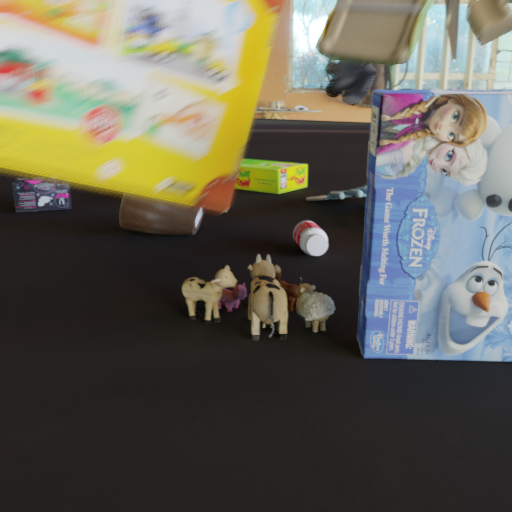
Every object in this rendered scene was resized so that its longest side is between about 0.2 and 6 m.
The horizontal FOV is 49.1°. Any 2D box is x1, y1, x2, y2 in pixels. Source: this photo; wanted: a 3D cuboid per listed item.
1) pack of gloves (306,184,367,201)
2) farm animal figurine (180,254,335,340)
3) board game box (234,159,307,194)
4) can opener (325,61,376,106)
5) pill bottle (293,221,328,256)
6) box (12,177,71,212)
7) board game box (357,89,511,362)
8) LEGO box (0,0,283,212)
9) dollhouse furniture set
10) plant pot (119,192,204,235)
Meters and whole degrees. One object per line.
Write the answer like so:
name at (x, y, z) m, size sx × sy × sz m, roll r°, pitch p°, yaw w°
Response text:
pack of gloves at (2.626, -1.593, 12.080) m, size 2.519 × 0.592 × 2.998 m, roll -5°, pitch 6°, yaw -8°
farm animal figurine at (-0.027, 0.388, 6.167) m, size 1.410 × 0.735 × 1.394 m, roll -7°, pitch 17°, yaw -22°
board game box at (-0.104, -2.237, 15.415) m, size 2.719 × 0.647 × 1.381 m, roll 12°, pitch 20°, yaw 36°
can opener at (1.958, -3.848, 10.418) m, size 0.834 × 2.121 × 0.672 m, roll 27°, pitch -3°, yaw -21°
pill bottle at (0.881, -0.267, 8.958) m, size 0.451 × 0.451 × 0.803 m, roll -2°, pitch 16°, yaw -8°
box at (-4.723, -1.367, 12.382) m, size 1.164 × 0.668 × 0.769 m, roll -5°, pitch 15°, yaw -20°
board game box at (2.251, -0.226, 5.108) m, size 2.476 × 2.488 × 0.540 m, roll 0°, pitch 20°, yaw 3°
LEGO box at (-1.827, -2.255, 5.993) m, size 3.735 × 2.782 × 1.441 m, roll 10°, pitch 12°, yaw -29°
dollhouse furniture set at (2.309, -2.579, 6.389) m, size 2.934 × 1.466 × 1.133 m, roll 18°, pitch -6°, yaw 29°
plant pot at (-1.616, -0.853, 10.051) m, size 1.263 × 1.180 × 1.180 m, roll 18°, pitch 18°, yaw 4°
